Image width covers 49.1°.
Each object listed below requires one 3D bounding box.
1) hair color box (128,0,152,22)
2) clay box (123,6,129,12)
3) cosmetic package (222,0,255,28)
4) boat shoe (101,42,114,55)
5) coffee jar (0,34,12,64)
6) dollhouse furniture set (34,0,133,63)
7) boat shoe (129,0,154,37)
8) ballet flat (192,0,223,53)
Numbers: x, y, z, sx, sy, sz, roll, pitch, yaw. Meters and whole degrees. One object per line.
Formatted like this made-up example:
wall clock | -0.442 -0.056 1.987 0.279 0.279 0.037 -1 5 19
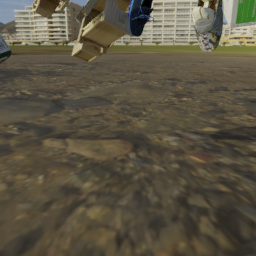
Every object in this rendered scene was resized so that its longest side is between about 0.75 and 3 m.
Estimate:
hair color box | 0.329 -3.081 6.909 0.491 0.899 0.291 17 -17 -31
clay box | -0.434 -4.648 9.955 0.303 0.733 1.275 -22 -23 31
cosmetic package | 3.277 -2.968 5.560 2.509 1.350 1.064 -5 45 10
boat shoe | -1.156 -3.276 11.371 1.633 0.602 0.565 -39 30 16
coffee jar | -3.370 -2.172 5.133 1.289 2.473 1.055 -19 20 24
dollhouse furniture set | -1.437 -3.319 7.688 2.527 1.588 2.857 18 -12 -30
boat shoe | 0.332 -2.652 6.176 0.448 1.305 0.549 27 38 26
ballet flat | 2.337 -3.731 8.365 1.014 2.820 1.014 5 12 -1
